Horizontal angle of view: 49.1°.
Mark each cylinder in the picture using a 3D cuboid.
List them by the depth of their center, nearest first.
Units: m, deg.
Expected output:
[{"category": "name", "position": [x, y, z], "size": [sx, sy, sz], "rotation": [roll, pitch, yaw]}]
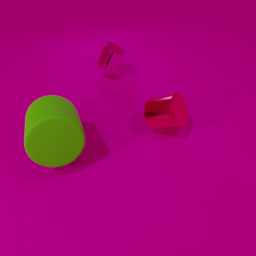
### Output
[{"category": "cylinder", "position": [-1.797, 0.051, 6.805], "size": [1.328, 1.328, 1.328], "rotation": [-13, 31, -12]}, {"category": "cylinder", "position": [1.022, -0.434, 7.517], "size": [0.882, 0.882, 0.882], "rotation": [-7, 35, 40]}, {"category": "cylinder", "position": [-0.577, -2.365, 9.450], "size": [0.788, 0.788, 0.788], "rotation": [23, 33, -16]}]
